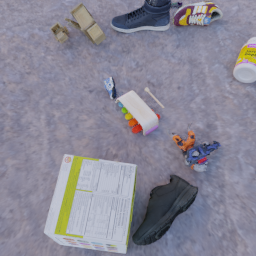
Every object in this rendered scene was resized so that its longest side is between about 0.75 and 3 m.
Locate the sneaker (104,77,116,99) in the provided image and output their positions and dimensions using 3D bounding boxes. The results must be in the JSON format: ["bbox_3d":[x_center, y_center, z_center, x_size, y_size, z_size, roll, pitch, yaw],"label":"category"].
[{"bbox_3d":[-0.743,-1.619,11.626,0.427,0.420,1.110,-13,56,6],"label":"sneaker"}]

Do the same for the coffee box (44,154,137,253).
[{"bbox_3d":[-0.935,2.335,8.344,2.172,2.193,2.196,7,61,3],"label":"coffee box"}]

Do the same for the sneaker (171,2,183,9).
[{"bbox_3d":[2.401,-6.302,14.218,0.754,0.330,0.280,8,61,4],"label":"sneaker"}]

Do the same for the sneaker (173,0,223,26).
[{"bbox_3d":[3.338,-5.327,13.340,2.446,0.917,1.102,-24,57,-12],"label":"sneaker"}]

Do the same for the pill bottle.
[{"bbox_3d":[5.252,-2.954,11.962,1.032,1.032,1.981,21,63,11],"label":"pill bottle"}]

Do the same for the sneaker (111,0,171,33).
[{"bbox_3d":[0.572,-5.451,12.785,2.859,2.066,1.087,-4,63,-1],"label":"sneaker"}]

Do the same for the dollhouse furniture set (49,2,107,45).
[{"bbox_3d":[-2.126,-4.064,12.774,1.999,1.257,2.260,-35,65,9],"label":"dollhouse furniture set"}]

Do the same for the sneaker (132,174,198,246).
[{"bbox_3d":[1.039,2.599,9.028,2.722,1.034,1.235,-37,59,-27],"label":"sneaker"}]

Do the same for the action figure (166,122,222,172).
[{"bbox_3d":[2.404,0.728,10.193,1.927,1.008,1.864,-7,65,-35],"label":"action figure"}]

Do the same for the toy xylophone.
[{"bbox_3d":[0.512,-0.748,11.023,1.518,0.521,2.074,-24,63,-16],"label":"toy xylophone"}]
